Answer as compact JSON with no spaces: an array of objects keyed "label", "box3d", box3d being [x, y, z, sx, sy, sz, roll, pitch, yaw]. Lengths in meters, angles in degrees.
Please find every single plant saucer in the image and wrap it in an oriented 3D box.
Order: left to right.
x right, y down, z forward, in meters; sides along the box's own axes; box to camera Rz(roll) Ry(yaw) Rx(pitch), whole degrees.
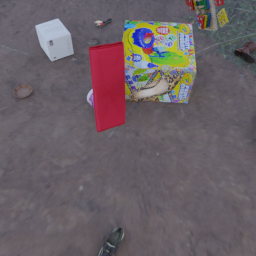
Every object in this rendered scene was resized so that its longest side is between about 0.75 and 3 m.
[{"label":"plant saucer","box3d":[-4.347,-1.504,11.632,0.765,0.140,0.765,0,54,1]}]

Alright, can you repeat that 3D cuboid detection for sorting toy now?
[{"label":"sorting toy","box3d":[2.595,-4.047,9.792,0.452,1.288,2.672,-19,25,-4]}]

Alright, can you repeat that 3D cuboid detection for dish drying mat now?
[{"label":"dish drying mat","box3d":[-0.536,-1.084,7.883,0.991,2.581,0.235,-19,40,-23]}]

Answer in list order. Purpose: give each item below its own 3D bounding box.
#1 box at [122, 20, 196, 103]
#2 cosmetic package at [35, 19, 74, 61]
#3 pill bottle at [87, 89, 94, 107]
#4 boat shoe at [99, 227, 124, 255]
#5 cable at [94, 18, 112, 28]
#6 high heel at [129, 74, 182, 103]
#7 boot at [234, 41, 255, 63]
[{"label":"box","box3d":[1.152,-2.749,11.522,2.836,1.796,2.944,4,54,1]},{"label":"cosmetic package","box3d":[-3.354,-4.042,12.863,1.144,1.143,1.387,-26,59,-19]},{"label":"pill bottle","box3d":[-0.891,-0.903,10.789,0.781,0.781,1.391,-34,61,-22]},{"label":"boat shoe","box3d":[-0.508,3.354,7.903,0.454,0.402,1.241,20,56,14]},{"label":"cable","box3d":[-1.211,-5.453,14.454,1.004,0.253,0.488,-26,58,-18]},{"label":"high heel","box3d":[0.628,-0.922,6.656,0.873,1.225,0.437,-27,95,-50]},{"label":"boot","box3d":[5.734,-3.562,13.028,1.204,0.387,1.122,-32,62,-26]}]
